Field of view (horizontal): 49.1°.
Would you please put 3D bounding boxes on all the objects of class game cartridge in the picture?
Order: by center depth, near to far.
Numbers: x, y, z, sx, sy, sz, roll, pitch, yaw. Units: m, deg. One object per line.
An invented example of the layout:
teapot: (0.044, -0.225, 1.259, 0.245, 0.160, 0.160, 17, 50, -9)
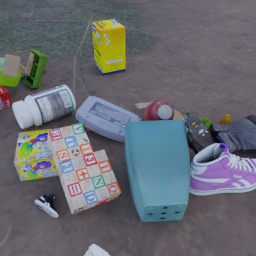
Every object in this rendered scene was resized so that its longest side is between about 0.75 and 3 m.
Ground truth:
game cartridge: (-0.694, -0.306, 9.835, 2.097, 0.435, 1.396, 25, 47, 4)

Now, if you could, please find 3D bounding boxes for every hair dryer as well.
hair dryer: (1.357, 0.077, 8.644, 0.801, 2.246, 2.949, -39, 46, -9)

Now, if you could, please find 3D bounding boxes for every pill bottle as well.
pill bottle: (-3.032, -0.766, 10.193, 2.007, 1.135, 1.135, -23, 44, -28)

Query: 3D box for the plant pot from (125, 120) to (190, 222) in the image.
plant pot: (0.773, 1.183, 7.435, 1.617, 1.616, 2.287, -2, 51, -2)

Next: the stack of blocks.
stack of blocks: (-1.223, 1.003, 7.547, 1.271, 0.646, 2.207, -15, 69, -25)

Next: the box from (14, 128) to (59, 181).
box: (-2.589, 0.777, 8.512, 1.370, 0.836, 1.320, -8, 40, -9)

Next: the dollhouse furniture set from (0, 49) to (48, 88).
dollhouse furniture set: (-5.213, -2.990, 12.197, 1.935, 1.482, 2.953, -1, 28, -47)

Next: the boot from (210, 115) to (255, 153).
boot: (3.850, 0.581, 8.865, 1.740, 0.922, 2.643, -13, 30, -11)

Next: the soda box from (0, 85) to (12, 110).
soda box: (-5.611, -1.526, 11.496, 0.777, 0.704, 2.220, -28, 47, -30)

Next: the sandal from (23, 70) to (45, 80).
sandal: (-4.444, -2.529, 13.109, 0.473, 0.266, 1.244, 20, 43, 23)

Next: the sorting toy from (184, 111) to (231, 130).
sorting toy: (2.888, -0.317, 10.061, 1.806, 0.622, 0.626, 9, 40, 10)

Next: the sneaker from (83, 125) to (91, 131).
sneaker: (-1.496, -0.314, 10.198, 0.517, 0.440, 1.193, -21, 44, -23)

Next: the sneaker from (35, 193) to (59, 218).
sneaker: (-2.029, 1.988, 7.413, 0.836, 0.305, 0.468, 23, 45, 28)

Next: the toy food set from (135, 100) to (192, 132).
toy food set: (1.279, -0.251, 10.161, 1.539, 0.447, 2.229, -10, 38, -18)

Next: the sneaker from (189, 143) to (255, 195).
sneaker: (2.913, 1.026, 7.704, 2.587, 1.475, 0.938, -10, 38, -14)

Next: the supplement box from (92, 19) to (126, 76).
supplement box: (-0.888, -3.762, 13.119, 1.195, 2.182, 1.187, -16, 40, -19)

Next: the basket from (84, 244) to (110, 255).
basket: (-0.482, 3.022, 5.566, 0.687, 0.754, 1.113, -45, 47, -13)
